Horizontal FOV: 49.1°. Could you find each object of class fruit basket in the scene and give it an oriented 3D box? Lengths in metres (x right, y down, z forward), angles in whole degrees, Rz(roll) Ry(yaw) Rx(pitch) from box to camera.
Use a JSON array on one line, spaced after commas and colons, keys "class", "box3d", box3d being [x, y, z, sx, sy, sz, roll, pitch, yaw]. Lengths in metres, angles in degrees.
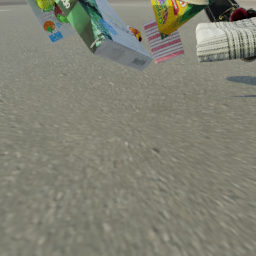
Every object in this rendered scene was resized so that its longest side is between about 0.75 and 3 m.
[{"class": "fruit basket", "box3d": [-1.709, -3.430, 7.405, 1.822, 1.967, 0.922, -27, 37, -2]}]

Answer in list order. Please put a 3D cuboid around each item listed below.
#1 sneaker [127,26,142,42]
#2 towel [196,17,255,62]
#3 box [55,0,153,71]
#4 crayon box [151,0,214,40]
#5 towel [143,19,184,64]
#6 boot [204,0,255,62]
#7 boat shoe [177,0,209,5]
[{"class": "sneaker", "box3d": [0.144, -3.037, 9.606, 0.626, 0.592, 1.622, 23, 11, -5]}, {"class": "towel", "box3d": [2.407, -1.663, 4.576, 2.538, 0.455, 2.636, -6, 21, 17]}, {"class": "box", "box3d": [-0.710, -2.491, 6.283, 2.629, 0.478, 1.897, 55, 26, 19]}, {"class": "crayon box", "box3d": [1.156, -3.040, 6.827, 0.424, 1.059, 1.668, -3, -16, -39]}, {"class": "towel", "box3d": [1.068, -2.636, 8.309, 0.929, 1.269, 0.190, -16, 18, 17]}, {"class": "boot", "box3d": [3.048, -3.070, 8.005, 0.952, 2.602, 1.959, -32, 1, 18]}, {"class": "boat shoe", "box3d": [1.275, -2.826, 5.954, 0.940, 0.305, 0.339, 21, 26, 16]}]
